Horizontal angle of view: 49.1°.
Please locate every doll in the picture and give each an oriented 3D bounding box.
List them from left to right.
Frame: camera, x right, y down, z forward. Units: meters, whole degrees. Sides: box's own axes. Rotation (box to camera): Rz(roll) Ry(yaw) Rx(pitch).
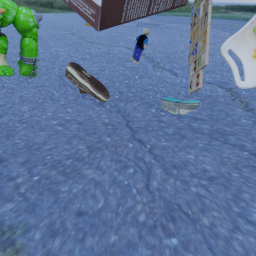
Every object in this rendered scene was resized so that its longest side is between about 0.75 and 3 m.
[{"bbox_3d":[0.380,-2.574,8.660,0.258,1.064,0.726,2,37,-33],"label":"doll"}]

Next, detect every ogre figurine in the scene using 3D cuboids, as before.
[{"bbox_3d":[-2.774,-1.998,5.485,2.365,1.418,1.160,28,22,-13],"label":"ogre figurine"}]

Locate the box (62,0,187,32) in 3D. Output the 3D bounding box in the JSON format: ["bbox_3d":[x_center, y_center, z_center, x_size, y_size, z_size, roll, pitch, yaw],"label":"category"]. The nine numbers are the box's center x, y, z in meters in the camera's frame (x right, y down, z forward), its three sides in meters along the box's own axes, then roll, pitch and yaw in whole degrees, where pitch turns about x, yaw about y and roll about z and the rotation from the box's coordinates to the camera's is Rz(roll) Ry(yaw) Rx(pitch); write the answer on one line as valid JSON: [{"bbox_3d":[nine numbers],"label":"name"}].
[{"bbox_3d":[0.085,-3.107,5.964,2.751,1.031,1.377,-28,63,-33],"label":"box"}]

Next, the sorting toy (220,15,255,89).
[{"bbox_3d":[2.836,-1.601,5.956,1.506,1.673,0.894,-25,3,3],"label":"sorting toy"}]

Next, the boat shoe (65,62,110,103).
[{"bbox_3d":[-0.798,-0.810,5.406,1.046,0.387,0.386,44,32,11],"label":"boat shoe"}]

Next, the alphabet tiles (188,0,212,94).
[{"bbox_3d":[1.747,-2.208,7.004,0.098,2.607,2.179,4,1,1],"label":"alphabet tiles"}]

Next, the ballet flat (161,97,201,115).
[{"bbox_3d":[1.076,-0.430,5.711,0.343,0.324,1.017,-11,16,-34],"label":"ballet flat"}]

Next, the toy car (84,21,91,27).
[{"bbox_3d":[-1.212,-4.320,10.712,1.232,0.836,2.512,23,-2,2],"label":"toy car"}]
